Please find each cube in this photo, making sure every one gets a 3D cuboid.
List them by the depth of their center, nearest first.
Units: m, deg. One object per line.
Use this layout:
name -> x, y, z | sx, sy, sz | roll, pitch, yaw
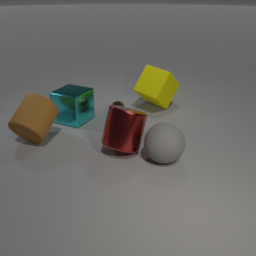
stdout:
cube -> -2.439, -1.016, 12.434 | 1.400, 1.400, 1.400 | 13, 29, 23
cube -> 1.390, -1.971, 13.504 | 1.400, 1.400, 1.400 | 27, -2, 34

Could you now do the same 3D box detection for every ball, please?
ball -> 1.241, 0.504, 9.526 | 1.400, 1.400, 1.400 | 0, 27, 0

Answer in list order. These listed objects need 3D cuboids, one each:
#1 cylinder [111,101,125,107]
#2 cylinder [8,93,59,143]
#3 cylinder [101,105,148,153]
cylinder -> -0.455, -0.777, 12.749 | 0.700, 0.700, 0.700 | -2, 28, -3
cylinder -> -3.557, -0.363, 10.634 | 1.400, 1.400, 1.400 | 10, 60, 19
cylinder -> -0.137, 0.015, 10.029 | 1.400, 1.400, 1.400 | 14, 9, -2
